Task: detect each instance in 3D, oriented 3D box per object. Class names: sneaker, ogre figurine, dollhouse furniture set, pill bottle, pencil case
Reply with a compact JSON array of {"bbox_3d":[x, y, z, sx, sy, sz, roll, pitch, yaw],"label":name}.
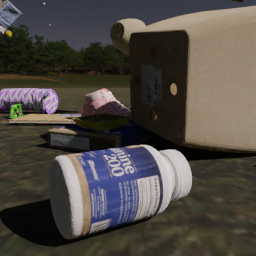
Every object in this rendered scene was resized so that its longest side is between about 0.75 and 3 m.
[{"bbox_3d":[-0.446,-0.610,8.365,2.163,1.131,0.814,5,2,25],"label":"sneaker"},{"bbox_3d":[-4.155,-0.632,10.417,0.407,0.497,0.830,5,10,26],"label":"ogre figurine"},{"bbox_3d":[-2.954,-2.876,6.886,0.782,1.131,1.198,48,2,28],"label":"dollhouse furniture set"},{"bbox_3d":[-0.046,0.565,2.812,1.342,0.744,0.744,-6,11,-29],"label":"pill bottle"},{"bbox_3d":[-4.139,-1.075,11.597,2.550,1.090,1.070,3,-22,21],"label":"pencil case"}]

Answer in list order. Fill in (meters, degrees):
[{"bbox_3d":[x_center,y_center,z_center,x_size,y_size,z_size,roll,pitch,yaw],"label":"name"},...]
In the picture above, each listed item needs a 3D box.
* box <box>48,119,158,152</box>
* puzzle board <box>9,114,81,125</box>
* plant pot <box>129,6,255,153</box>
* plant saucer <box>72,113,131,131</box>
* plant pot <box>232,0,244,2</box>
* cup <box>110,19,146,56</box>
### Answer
[{"bbox_3d":[-0.342,0.075,6.617,1.639,0.438,2.705,5,10,26],"label":"box"},{"bbox_3d":[-2.577,-0.285,9.375,2.148,0.187,1.619,1,9,3],"label":"puzzle board"},{"bbox_3d":[1.527,-0.978,5.621,2.456,2.771,2.774,-11,21,-27],"label":"plant pot"},{"bbox_3d":[-0.541,-0.117,5.808,0.890,0.213,0.891,9,15,41],"label":"plant saucer"},{"bbox_3d":[2.714,-3.976,7.677,0.989,0.922,0.922,7,11,7],"label":"plant pot"},{"bbox_3d":[-0.087,-3.433,10.357,1.367,1.367,0.978,8,6,37],"label":"cup"}]
